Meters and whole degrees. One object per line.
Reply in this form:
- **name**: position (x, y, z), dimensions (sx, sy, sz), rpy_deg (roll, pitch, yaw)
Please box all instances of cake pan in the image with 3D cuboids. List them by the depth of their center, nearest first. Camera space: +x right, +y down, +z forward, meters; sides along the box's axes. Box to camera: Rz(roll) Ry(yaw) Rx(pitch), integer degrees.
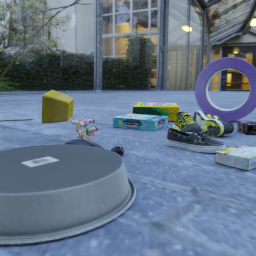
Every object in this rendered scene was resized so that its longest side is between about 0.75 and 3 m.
- **cake pan**: position (-1.340, 0.794, 4.469), dimensions (2.940, 0.539, 2.940), rpy_deg (0, 10, 0)

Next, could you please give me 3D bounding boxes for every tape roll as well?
- **tape roll**: position (4.403, -1.687, 12.354), dimensions (2.744, 2.744, 0.900), rpy_deg (4, 10, 22)

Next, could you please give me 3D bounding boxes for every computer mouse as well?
- **computer mouse**: position (-0.936, 0.489, 6.636), dimensions (1.533, 0.404, 1.062), rpy_deg (4, 11, 24)

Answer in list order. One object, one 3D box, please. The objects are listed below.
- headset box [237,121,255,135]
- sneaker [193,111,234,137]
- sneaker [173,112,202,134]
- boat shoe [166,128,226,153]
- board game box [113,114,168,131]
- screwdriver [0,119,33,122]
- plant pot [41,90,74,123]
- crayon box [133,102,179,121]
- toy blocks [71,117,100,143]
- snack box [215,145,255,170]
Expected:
- **headset box**: position (4.274, -0.019, 9.723), dimensions (0.714, 0.360, 0.961), rpy_deg (0, 10, -1)
- **sneaker**: position (2.887, -0.103, 9.663), dimensions (0.805, 0.708, 1.902), rpy_deg (3, 17, -16)
- **sneaker**: position (1.958, -0.173, 9.540), dimensions (0.643, 0.731, 1.727), rpy_deg (-3, 10, -14)
- **boat shoe**: position (1.741, 0.318, 7.411), dimensions (1.679, 0.475, 0.576), rpy_deg (8, 12, 38)
- **board game box**: position (0.507, -0.252, 10.945), dimensions (1.764, 0.414, 1.332), rpy_deg (5, 11, 28)
- **screwdriver**: position (-5.242, -0.260, 11.251), dimensions (2.737, 0.382, 0.398), rpy_deg (-2, -22, -17)
- **plant pot**: position (-2.028, -0.592, 8.246), dimensions (0.736, 0.835, 0.835), rpy_deg (9, 18, 1)
- **crayon box**: position (1.314, -0.800, 13.317), dimensions (2.046, 0.691, 2.371), rpy_deg (2, 10, 5)
- **toy blocks**: position (-1.051, 0.112, 7.725), dimensions (0.703, 0.781, 0.835), rpy_deg (-12, 12, -31)
- **snack box**: position (2.563, 0.626, 6.168), dimensions (1.092, 0.289, 0.777), rpy_deg (-8, 12, -39)
